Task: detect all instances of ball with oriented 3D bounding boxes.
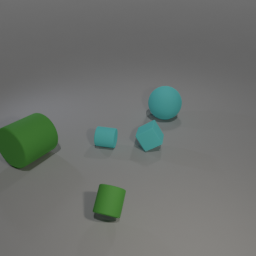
[{"bbox_3d":[1.548,-1.055,11.741,1.400,1.400,1.400,0,30,0],"label":"ball"}]

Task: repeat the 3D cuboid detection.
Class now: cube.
[{"bbox_3d":[0.773,0.269,9.847,0.700,0.700,0.700,-26,18,22],"label":"cube"}]

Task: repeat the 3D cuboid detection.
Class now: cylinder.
[{"bbox_3d":[-0.778,0.323,9.968,0.700,0.700,0.700,7,30,8],"label":"cylinder"},{"bbox_3d":[-3.277,0.383,9.171,1.400,1.400,1.400,17,31,27],"label":"cylinder"},{"bbox_3d":[-0.462,1.830,7.015,0.700,0.700,0.700,8,70,14],"label":"cylinder"}]
